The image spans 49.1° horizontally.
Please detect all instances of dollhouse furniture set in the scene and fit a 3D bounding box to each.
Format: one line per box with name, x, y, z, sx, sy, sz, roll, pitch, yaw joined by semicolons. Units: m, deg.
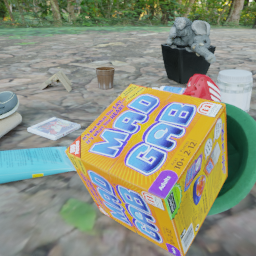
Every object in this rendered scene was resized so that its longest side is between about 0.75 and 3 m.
dollhouse furniture set;-2.881;-1.686;11.369;1.039;0.847;0.988;-31;17;18

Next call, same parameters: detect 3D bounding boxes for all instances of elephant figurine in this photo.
elephant figurine;2.057;-2.708;8.588;1.574;1.221;1.114;23;4;5

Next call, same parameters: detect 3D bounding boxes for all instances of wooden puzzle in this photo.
wooden puzzle;-4.204;0.047;7.083;2.267;0.525;2.100;8;25;6

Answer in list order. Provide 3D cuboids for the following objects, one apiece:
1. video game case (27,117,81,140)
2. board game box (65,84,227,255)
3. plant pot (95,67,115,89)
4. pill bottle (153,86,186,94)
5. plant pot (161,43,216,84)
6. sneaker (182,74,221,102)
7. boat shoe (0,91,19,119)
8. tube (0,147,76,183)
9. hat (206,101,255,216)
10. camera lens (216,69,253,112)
video game case;-2.003;-0.004;7.618;1.060;0.122;0.966;15;28;30
board game box;0.386;0.535;4.026;1.532;1.533;1.531;18;53;35
plant pot;-0.911;-2.027;11.383;0.806;0.798;0.806;0;24;0
pill bottle;1.370;-0.997;9.135;1.268;0.712;0.712;12;26;23
plant pot;2.563;-2.874;12.368;1.761;1.562;1.756;-8;25;-19
sneaker;1.300;-0.605;7.116;2.505;1.447;0.981;-6;7;-26
boat shoe;-3.670;-0.608;7.049;0.949;0.805;2.607;7;24;14
tube;-2.397;0.732;5.425;2.616;0.659;1.013;-6;32;-24
hat;1.794;0.791;5.603;2.018;2.144;2.436;7;66;38
camera lens;3.188;-1.047;8.511;1.023;1.279;1.023;-3;24;1
